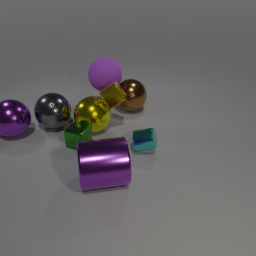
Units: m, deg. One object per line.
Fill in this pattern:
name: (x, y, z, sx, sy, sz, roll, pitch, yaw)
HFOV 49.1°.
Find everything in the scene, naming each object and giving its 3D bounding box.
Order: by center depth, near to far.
cylinder: (-0.709, 1.011, 8.045, 1.400, 1.400, 1.400, -6, 31, -9)
cylinder: (0.572, 0.377, 9.398, 0.700, 0.700, 0.700, -9, 28, 16)
cube: (-1.760, 0.297, 9.930, 0.700, 0.700, 0.700, 13, 33, 20)
cube: (-0.540, -1.226, 10.266, 0.700, 0.700, 0.700, -32, 16, 11)
ball: (-4.296, -0.354, 10.318, 1.400, 1.400, 1.400, 0, 31, 0)
ball: (-1.354, -0.511, 10.605, 1.400, 1.400, 1.400, 0, 31, 0)
ball: (-2.892, -0.662, 10.807, 1.400, 1.400, 1.400, 0, 31, 0)
ball: (-0.950, -2.201, 11.602, 1.400, 1.400, 1.400, 0, 31, 0)
ball: (0.114, -1.416, 12.111, 1.400, 1.400, 1.400, 0, 31, 0)
